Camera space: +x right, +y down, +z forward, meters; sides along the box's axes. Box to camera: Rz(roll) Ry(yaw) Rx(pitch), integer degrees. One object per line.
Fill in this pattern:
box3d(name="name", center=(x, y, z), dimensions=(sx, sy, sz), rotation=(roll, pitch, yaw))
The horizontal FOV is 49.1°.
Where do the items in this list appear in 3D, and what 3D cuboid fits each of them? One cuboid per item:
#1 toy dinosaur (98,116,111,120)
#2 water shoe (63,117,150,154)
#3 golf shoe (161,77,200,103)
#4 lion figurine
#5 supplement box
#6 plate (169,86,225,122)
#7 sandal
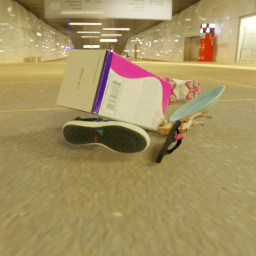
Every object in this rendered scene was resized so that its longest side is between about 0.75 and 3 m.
box3d(name="toy dinosaur", center=(-0.663, -0.378, 8.357), dimensions=(0.410, 0.810, 0.236), rotation=(-17, 24, 16))
box3d(name="water shoe", center=(-0.444, 0.033, 6.188), dimensions=(1.934, 0.691, 0.763), rotation=(9, 26, 8))
box3d(name="golf shoe", center=(1.731, -1.609, 11.791), dimensions=(2.749, 1.035, 1.258), rotation=(0, 12, -33))
box3d(name="lion figurine", center=(1.559, -0.123, 7.741), dimensions=(1.436, 0.520, 0.880), rotation=(-11, 0, -35))
box3d(name="supplement box", center=(-0.219, -0.898, 7.321), dimensions=(1.449, 1.419, 2.804), rotation=(14, 0, 39))
box3d(name="plate", center=(2.222, -0.697, 8.945), dimensions=(2.011, 0.257, 2.011), rotation=(-33, 7, 5))
box3d(name="sandal", center=(1.012, 0.336, 6.301), dimensions=(0.366, 0.611, 1.626), rotation=(24, 31, 9))
